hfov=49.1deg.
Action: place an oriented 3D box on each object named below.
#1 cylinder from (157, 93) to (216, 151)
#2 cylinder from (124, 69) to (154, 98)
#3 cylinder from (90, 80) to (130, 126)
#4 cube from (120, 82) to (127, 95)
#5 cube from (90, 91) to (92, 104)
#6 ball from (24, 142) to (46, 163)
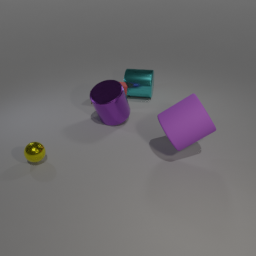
[{"bbox_3d":[1.901,-0.182,9.125,1.400,1.400,1.400,-31,27,13],"label":"cylinder"},{"bbox_3d":[0.573,-2.280,14.248,1.400,1.400,1.400,5,30,9],"label":"cylinder"},{"bbox_3d":[-0.724,-1.045,11.688,1.400,1.400,1.400,-8,51,11],"label":"cylinder"},{"bbox_3d":[-0.463,-1.733,13.073,0.700,0.700,0.700,3,25,-12],"label":"cube"},{"bbox_3d":[-1.372,-1.574,13.736,0.700,0.700,0.700,10,31,17],"label":"cube"},{"bbox_3d":[-3.119,0.803,9.376,0.700,0.700,0.700,0,30,0],"label":"ball"}]
